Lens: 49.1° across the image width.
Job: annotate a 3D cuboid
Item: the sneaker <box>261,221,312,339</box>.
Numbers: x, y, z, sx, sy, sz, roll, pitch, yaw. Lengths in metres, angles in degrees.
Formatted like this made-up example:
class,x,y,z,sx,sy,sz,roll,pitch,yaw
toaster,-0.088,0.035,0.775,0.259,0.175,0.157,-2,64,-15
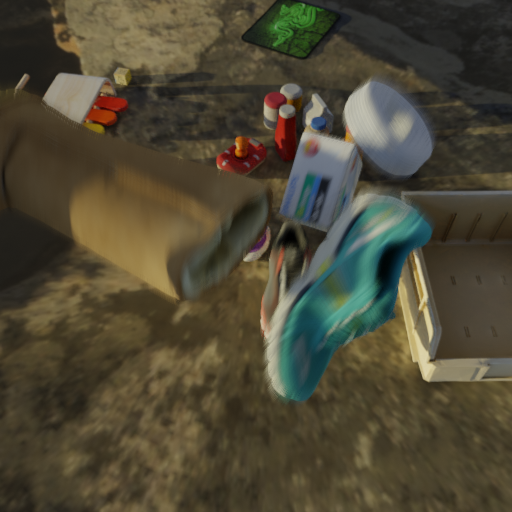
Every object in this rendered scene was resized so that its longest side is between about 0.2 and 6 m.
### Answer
class,x,y,z,sx,sy,sz,roll,pitch,yaw
sneaker,0.424,0.334,7.350,0.782,0.831,2.030,-3,46,0

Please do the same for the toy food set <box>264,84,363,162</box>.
class,x,y,z,sx,sy,sz,roll,pitch,yaw
toy food set,0.861,-2.345,9.570,1.142,1.076,2.392,-18,56,-13

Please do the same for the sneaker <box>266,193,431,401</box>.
class,x,y,z,sx,sy,sz,roll,pitch,yaw
sneaker,0.947,0.498,5.976,0.987,0.960,2.478,32,95,41

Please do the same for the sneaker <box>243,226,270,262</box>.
class,x,y,z,sx,sy,sz,roll,pitch,yaw
sneaker,-0.807,-0.562,8.395,2.080,0.868,0.839,7,54,6

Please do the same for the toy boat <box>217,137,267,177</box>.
class,x,y,z,sx,sy,sz,roll,pitch,yaw
toy boat,-0.254,-1.745,9.425,0.601,0.602,0.920,34,61,22

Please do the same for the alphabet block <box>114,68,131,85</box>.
class,x,y,z,sx,sy,sz,roll,pitch,yaw
alphabet block,-2.610,-3.513,10.960,0.239,0.234,0.235,12,56,10

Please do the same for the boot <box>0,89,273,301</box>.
class,x,y,z,sx,sy,sz,roll,pitch,yaw
boot,-2.226,-0.510,6.137,3.808,1.259,3.335,26,51,19

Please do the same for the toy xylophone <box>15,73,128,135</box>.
class,x,y,z,sx,sy,sz,roll,pitch,yaw
toy xylophone,-3.519,-2.451,9.924,1.841,0.632,2.515,15,55,11

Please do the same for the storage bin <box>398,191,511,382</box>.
class,x,y,z,sx,sy,sz,roll,pitch,yaw
storage bin,3.251,0.374,7.540,2.425,1.136,2.407,-1,53,-1

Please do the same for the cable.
class,x,y,z,sx,sy,sz,roll,pitch,yaw
cable,1.693,-1.612,7.135,1.276,0.442,1.277,49,40,-8

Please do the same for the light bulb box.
class,x,y,z,sx,sy,sz,roll,pitch,yaw
light bulb box,0.856,-0.888,7.165,0.670,1.074,1.065,17,92,15

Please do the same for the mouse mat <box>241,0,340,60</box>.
class,x,y,z,sx,sy,sz,roll,pitch,yaw
mouse mat,0.768,-4.967,12.138,1.568,0.073,1.948,23,56,16
